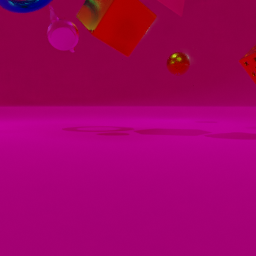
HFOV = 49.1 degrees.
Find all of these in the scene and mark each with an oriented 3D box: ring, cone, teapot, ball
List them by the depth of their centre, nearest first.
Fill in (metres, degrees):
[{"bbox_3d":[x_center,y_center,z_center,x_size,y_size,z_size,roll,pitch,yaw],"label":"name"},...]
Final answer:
[{"bbox_3d":[1.032,-3.346,6.757,1.590,1.590,1.596,3,-31,35],"label":"cone"},{"bbox_3d":[-1.607,-2.361,6.864,0.767,1.234,0.604,-20,46,7],"label":"teapot"},{"bbox_3d":[-2.959,-4.109,8.256,1.968,0.394,1.968,-25,-6,-3],"label":"ring"},{"bbox_3d":[2.071,-2.648,11.565,0.962,0.962,0.962,0,5,0],"label":"ball"}]

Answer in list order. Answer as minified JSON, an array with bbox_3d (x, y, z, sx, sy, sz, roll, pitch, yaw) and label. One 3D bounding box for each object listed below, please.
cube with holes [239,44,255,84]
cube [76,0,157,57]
[{"bbox_3d":[4.012,-1.891,7.671,1.072,1.072,1.072,-42,8,-18],"label":"cube with holes"},{"bbox_3d":[-0.330,-2.955,7.422,1.314,1.314,1.314,20,25,-43],"label":"cube"}]
